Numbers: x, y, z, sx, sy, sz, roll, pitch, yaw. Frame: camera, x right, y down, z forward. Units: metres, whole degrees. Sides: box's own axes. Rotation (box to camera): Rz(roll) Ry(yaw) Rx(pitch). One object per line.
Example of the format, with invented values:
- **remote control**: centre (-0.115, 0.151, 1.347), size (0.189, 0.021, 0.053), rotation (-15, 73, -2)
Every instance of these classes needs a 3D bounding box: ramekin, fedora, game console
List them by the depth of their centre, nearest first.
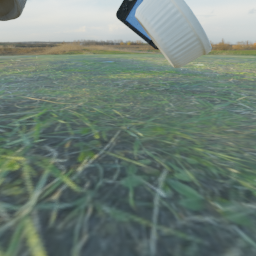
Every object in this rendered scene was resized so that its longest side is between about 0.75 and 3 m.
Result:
- **ramekin**: centre (0.922, -2.140, 6.100), size (0.859, 1.845, 1.845), rotation (-38, 13, 12)
- **fedora**: centre (-3.184, -3.337, 6.957), size (1.930, 0.985, 2.182), rotation (7, -7, -35)
- **game console**: centre (0.643, -4.136, 9.813), size (2.262, 1.930, 1.338), rotation (41, 27, 7)
